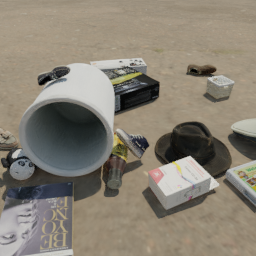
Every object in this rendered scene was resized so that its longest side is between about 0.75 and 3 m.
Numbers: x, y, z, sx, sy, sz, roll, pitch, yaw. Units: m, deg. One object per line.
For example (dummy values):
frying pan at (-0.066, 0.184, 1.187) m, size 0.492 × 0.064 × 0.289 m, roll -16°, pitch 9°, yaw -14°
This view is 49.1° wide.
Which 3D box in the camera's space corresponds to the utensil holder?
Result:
utensil holder at (-1.536, -0.392, 8.227) m, size 2.399 × 2.399 × 2.823 m, roll 0°, pitch 31°, yaw 1°

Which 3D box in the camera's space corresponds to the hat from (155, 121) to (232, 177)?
hat at (1.986, 0.379, 8.317) m, size 2.353 × 0.949 × 2.353 m, roll 1°, pitch 33°, yaw 0°

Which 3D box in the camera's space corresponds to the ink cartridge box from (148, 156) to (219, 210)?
ink cartridge box at (1.435, 1.304, 7.153) m, size 1.614 × 0.545 × 0.940 m, roll -18°, pitch 37°, yaw -18°

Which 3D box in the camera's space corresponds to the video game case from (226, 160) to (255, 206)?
video game case at (4.525, 1.590, 7.025) m, size 2.986 × 0.329 × 2.718 m, roll -14°, pitch 36°, yaw -19°

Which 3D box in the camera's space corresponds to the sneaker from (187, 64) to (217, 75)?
sneaker at (3.585, -2.770, 13.653) m, size 1.395 × 0.492 × 0.527 m, roll 8°, pitch 53°, yaw 17°

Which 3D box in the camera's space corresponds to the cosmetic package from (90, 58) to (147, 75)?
cosmetic package at (-0.478, -2.832, 13.450) m, size 2.583 × 0.654 × 1.066 m, roll -7°, pitch 33°, yaw -10°

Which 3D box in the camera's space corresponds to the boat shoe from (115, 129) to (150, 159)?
boat shoe at (0.144, 0.307, 7.876) m, size 0.538 × 1.161 × 0.434 m, roll -47°, pitch 33°, yaw -15°

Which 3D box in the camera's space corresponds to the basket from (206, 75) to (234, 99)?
basket at (3.844, -1.721, 11.750) m, size 0.816 × 0.662 × 0.823 m, roll -13°, pitch 35°, yaw -19°

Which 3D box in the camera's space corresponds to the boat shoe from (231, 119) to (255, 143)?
boat shoe at (4.440, 0.273, 8.481) m, size 2.648 × 0.819 × 0.992 m, roll 6°, pitch 40°, yaw 46°

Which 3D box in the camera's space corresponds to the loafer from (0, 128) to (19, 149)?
loafer at (-4.230, 0.211, 8.934) m, size 1.671 × 0.525 × 0.601 m, roll 16°, pitch 36°, yaw 22°

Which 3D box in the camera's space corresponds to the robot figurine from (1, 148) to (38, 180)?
robot figurine at (-2.962, 0.950, 7.687) m, size 0.791 × 0.657 × 1.052 m, roll -29°, pitch 40°, yaw -15°

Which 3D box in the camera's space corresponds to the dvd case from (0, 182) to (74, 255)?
dvd case at (-2.076, 2.115, 6.364) m, size 1.645 × 0.177 × 2.212 m, roll -5°, pitch 34°, yaw -7°

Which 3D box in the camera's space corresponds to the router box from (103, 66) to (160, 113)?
router box at (-0.503, -1.596, 11.466) m, size 2.874 × 0.751 × 2.260 m, roll -21°, pitch 39°, yaw -28°

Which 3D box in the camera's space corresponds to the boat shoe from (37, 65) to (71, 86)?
boat shoe at (-1.990, -1.378, 7.526) m, size 1.015 × 0.369 × 0.318 m, roll -14°, pitch 55°, yaw 18°

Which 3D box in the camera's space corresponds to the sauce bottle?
sauce bottle at (-0.303, 0.882, 7.853) m, size 0.617 × 0.617 × 1.868 m, roll 0°, pitch 39°, yaw 1°
